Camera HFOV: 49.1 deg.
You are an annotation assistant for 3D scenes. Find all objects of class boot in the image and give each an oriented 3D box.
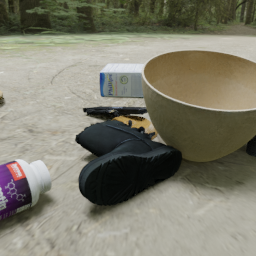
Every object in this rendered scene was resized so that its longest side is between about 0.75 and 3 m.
[{"bbox_3d":[-0.385,0.535,6.148,2.693,0.997,2.207,-10,26,-41],"label":"boot"}]

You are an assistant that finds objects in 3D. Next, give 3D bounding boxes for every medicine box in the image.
[{"bbox_3d":[-0.045,-2.157,12.473,2.138,1.101,1.948,1,23,6],"label":"medicine box"}]

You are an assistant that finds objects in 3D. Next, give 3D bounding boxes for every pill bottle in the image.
[{"bbox_3d":[-2.211,1.106,4.865,1.618,0.910,0.910,-19,29,-38],"label":"pill bottle"}]

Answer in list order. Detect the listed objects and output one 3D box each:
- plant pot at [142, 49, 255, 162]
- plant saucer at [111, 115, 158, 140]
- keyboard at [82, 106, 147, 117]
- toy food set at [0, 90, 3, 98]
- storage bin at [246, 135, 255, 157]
[{"bbox_3d":[1.760,-0.384,6.708,2.997,2.012,2.997,2,36,-1],"label":"plant pot"},{"bbox_3d":[0.074,-0.034,8.350,1.656,0.293,1.656,1,25,0],"label":"plant saucer"},{"bbox_3d":[-0.538,-0.544,9.124,2.436,0.251,1.548,3,10,38],"label":"keyboard"},{"bbox_3d":[-6.022,-1.131,10.715,2.303,0.566,2.327,-9,24,-22],"label":"toy food set"},{"bbox_3d":[3.993,0.294,6.972,1.741,0.816,1.177,15,27,30],"label":"storage bin"}]
